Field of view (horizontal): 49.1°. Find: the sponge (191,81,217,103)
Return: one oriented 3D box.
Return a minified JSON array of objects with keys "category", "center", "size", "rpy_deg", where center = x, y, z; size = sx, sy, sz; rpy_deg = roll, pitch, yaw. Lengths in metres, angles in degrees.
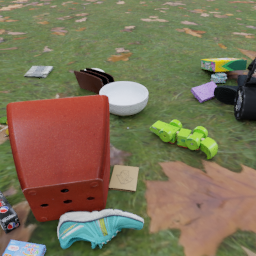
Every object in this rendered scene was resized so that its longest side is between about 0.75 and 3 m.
[{"category":"sponge","center":[3.908,-1.798,13.849],"size":[1.491,0.222,0.832],"rpy_deg":[-21,63,-27]}]

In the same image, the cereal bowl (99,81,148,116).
[{"category":"cereal bowl","center":[-0.179,-1.232,12.706],"size":[2.226,0.927,2.226],"rpy_deg":[0,36,0]}]

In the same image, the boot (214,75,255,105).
[{"category":"boot","center":[5.367,-1.918,13.654],"size":[2.284,0.872,1.919],"rpy_deg":[15,42,9]}]

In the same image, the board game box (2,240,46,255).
[{"category":"board game box","center":[-2.730,3.441,6.887],"size":[0.968,0.234,1.280],"rpy_deg":[6,37,8]}]

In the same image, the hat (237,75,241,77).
[{"category":"hat","center":[6.288,-2.527,14.953],"size":[0.981,0.396,0.981],"rpy_deg":[3,28,-1]}]

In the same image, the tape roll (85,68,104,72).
[{"category":"tape roll","center":[-2.010,-2.939,15.617],"size":[1.414,0.258,1.414],"rpy_deg":[0,37,0]}]

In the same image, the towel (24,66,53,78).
[{"category":"towel","center":[-5.121,-3.264,16.081],"size":[1.311,0.235,1.361],"rpy_deg":[4,37,5]}]

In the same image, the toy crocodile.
[{"category":"toy crocodile","center":[2.087,0.361,10.733],"size":[2.748,0.848,0.928],"rpy_deg":[18,40,30]}]

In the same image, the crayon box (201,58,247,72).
[{"category":"crayon box","center":[5.279,-3.561,15.663],"size":[1.766,0.597,2.047],"rpy_deg":[-4,17,-7]}]

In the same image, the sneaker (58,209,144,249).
[{"category":"sneaker","center":[-0.710,2.754,7.537],"size":[2.323,0.900,0.925],"rpy_deg":[-6,56,0]}]

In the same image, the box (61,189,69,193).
[{"category":"box","center":[-2.446,1.241,8.824],"size":[1.032,1.233,1.660],"rpy_deg":[-12,41,-18]}]

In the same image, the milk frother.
[{"category":"milk frother","center":[5.894,-1.557,11.572],"size":[2.372,2.522,2.276],"rpy_deg":[4,66,6]}]

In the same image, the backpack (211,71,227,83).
[{"category":"backpack","center":[4.881,-2.713,15.087],"size":[0.764,0.575,0.678],"rpy_deg":[-9,36,-3]}]

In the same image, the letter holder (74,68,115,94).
[{"category":"letter holder","center":[-1.679,-2.507,13.990],"size":[1.765,1.255,0.888],"rpy_deg":[21,61,27]}]

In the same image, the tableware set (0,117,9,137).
[{"category":"tableware set","center":[-4.907,-0.032,11.686],"size":[1.624,0.249,1.094],"rpy_deg":[13,35,19]}]

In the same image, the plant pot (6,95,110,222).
[{"category":"plant pot","center":[-1.811,1.036,8.214],"size":[2.897,2.899,2.555],"rpy_deg":[-6,49,-9]}]

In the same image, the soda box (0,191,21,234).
[{"category":"soda box","center":[-3.646,2.379,8.127],"size":[0.437,0.488,1.380],"rpy_deg":[-25,42,-34]}]

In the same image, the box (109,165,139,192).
[{"category":"box","center":[-0.116,1.680,9.409],"size":[0.877,0.114,1.073],"rpy_deg":[5,36,6]}]
